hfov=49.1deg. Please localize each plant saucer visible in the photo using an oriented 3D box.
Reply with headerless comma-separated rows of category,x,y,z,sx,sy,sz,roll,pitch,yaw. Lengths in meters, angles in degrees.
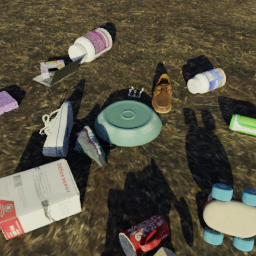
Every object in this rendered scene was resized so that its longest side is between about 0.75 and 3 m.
plant saucer,0.001,-0.378,11.616,2.834,0.509,2.834,0,40,0

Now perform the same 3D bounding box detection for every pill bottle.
pill bottle,-2.166,-4.654,16.031,1.426,1.426,2.541,22,44,24
pill bottle,3.759,-2.228,13.489,1.707,0.957,0.957,-22,45,-23

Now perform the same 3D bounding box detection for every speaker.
speaker,4.905,-0.071,11.108,1.598,0.707,0.707,15,42,18

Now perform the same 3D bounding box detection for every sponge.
sponge,-6.207,-0.857,12.316,2.328,0.347,1.298,-32,50,-32

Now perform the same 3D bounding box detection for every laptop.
laptop,-3.601,-3.024,14.283,2.001,1.160,1.874,24,45,26

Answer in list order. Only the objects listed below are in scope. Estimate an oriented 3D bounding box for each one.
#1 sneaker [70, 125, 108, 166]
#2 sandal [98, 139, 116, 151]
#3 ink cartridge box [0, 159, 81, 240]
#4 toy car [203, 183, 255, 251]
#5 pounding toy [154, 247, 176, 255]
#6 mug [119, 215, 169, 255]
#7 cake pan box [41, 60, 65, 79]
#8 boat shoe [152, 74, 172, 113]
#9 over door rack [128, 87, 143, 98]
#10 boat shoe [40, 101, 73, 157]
sneaker,-1.443,0.805,10.168,0.947,0.805,2.164,-29,38,-6
sandal,-0.836,0.633,10.644,0.858,0.184,0.326,22,44,24
ink cartridge box,-2.687,2.040,8.370,2.212,0.917,1.623,-16,42,-18
toy car,2.894,2.257,8.032,1.514,1.577,1.711,8,12,10
pounding toy,0.523,3.404,6.301,2.560,1.469,1.464,1,44,1
mug,0.536,2.932,7.411,1.180,0.788,1.048,-21,27,-30
cake pan box,-3.969,-3.117,14.881,1.260,0.358,1.368,-11,41,-10
boat shoe,1.570,-1.616,12.826,0.899,0.844,2.498,5,40,6
over door rack,0.378,-1.761,13.471,0.574,0.259,0.777,11,41,12
boat shoe,-2.852,0.006,10.895,1.169,1.013,2.742,-3,49,2
